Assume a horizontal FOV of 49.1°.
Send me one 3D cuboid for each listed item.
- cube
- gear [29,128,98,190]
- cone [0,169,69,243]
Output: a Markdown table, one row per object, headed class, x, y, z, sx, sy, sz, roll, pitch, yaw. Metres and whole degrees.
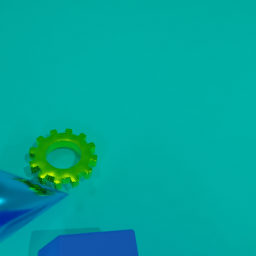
| class | x | y | z | sx | sy | sz | roll | pitch | yaw |
| --- | --- | --- | --- | --- | --- | --- | --- | --- | --- |
| cube | -0.665 | 2.568 | 4.652 | 1.357 | 1.357 | 1.357 | 7 | 57 | -29 |
| gear | -1.448 | 0.657 | 6.315 | 1.478 | 0.273 | 1.478 | 6 | 48 | -7 |
| cone | -2.014 | 1.529 | 5.983 | 1.545 | 1.540 | 1.540 | -2 | 65 | -29 |
